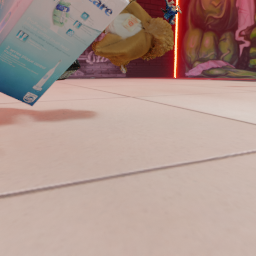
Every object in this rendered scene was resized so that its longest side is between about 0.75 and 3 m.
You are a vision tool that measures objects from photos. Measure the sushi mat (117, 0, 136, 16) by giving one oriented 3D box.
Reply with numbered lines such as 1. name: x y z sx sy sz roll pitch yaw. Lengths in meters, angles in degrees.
1. sushi mat: -0.233 -3.358 7.186 0.831 0.105 1.738 -33 40 18

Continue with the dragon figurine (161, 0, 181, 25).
1. dragon figurine: 1.260 -3.652 8.780 0.591 0.350 1.190 -29 -24 36

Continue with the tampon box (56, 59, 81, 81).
1. tampon box: -2.965 -2.483 10.093 1.190 1.413 1.885 -23 -1 40

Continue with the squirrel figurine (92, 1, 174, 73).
1. squirrel figurine: 0.180 -2.768 9.379 2.746 1.943 2.563 2 -11 -5

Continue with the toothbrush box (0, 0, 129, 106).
1. toothbrush box: -1.371 -1.926 4.675 2.551 1.868 1.088 -36 -43 27
